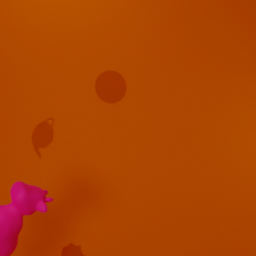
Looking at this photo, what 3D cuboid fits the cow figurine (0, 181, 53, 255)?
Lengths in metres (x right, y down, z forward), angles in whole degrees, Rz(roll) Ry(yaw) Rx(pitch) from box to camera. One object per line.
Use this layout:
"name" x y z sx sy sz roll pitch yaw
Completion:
"cow figurine" -1.913 1.546 4.619 1.266 0.706 1.286 -5 110 -33
